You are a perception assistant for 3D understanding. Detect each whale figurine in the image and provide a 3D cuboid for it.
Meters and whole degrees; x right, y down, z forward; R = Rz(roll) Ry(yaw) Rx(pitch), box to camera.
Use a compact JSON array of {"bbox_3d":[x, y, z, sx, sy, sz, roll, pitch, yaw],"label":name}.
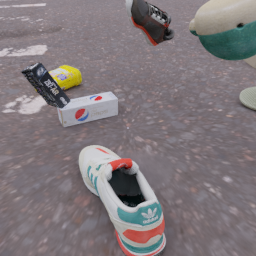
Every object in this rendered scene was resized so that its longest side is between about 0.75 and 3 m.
[{"bbox_3d":[2.113,-2.052,5.416,1.788,1.166,2.247,-15,25,23],"label":"whale figurine"}]

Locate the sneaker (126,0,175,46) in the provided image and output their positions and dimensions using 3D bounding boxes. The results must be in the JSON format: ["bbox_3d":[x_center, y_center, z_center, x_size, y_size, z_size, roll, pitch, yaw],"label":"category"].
[{"bbox_3d":[0.787,-3.530,8.805,1.069,1.006,2.612,-4,-12,26],"label":"sneaker"}]

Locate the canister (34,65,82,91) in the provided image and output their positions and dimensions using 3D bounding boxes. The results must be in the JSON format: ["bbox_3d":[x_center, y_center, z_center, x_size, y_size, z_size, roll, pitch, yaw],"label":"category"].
[{"bbox_3d":[-2.520,-1.684,9.968,1.050,0.612,1.414,24,41,32],"label":"canister"}]

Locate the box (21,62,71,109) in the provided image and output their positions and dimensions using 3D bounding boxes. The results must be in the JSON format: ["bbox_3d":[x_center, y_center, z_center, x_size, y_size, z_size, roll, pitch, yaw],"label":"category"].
[{"bbox_3d":[-1.846,-0.934,6.212,0.273,1.006,1.255,-43,25,-16],"label":"box"}]

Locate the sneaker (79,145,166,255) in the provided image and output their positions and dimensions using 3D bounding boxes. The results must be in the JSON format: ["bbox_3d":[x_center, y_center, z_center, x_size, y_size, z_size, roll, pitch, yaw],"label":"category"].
[{"bbox_3d":[-0.185,0.901,5.273,1.023,1.359,2.906,-15,36,-21],"label":"sneaker"}]

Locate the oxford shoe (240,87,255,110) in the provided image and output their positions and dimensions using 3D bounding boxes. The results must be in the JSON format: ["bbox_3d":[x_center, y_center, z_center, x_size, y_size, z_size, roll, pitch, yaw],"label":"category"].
[{"bbox_3d":[4.607,-0.784,8.614,2.221,0.835,0.641,10,-8,28],"label":"oxford shoe"}]

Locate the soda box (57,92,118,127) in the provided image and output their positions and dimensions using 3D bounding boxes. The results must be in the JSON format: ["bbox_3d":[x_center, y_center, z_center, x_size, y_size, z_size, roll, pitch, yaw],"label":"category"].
[{"bbox_3d":[-1.168,-0.566,8.253,1.713,0.584,0.545,-14,36,-21],"label":"soda box"}]

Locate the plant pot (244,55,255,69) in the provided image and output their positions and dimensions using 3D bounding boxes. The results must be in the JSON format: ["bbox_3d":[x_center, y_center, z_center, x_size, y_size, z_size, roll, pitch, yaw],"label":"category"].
[{"bbox_3d":[6.584,-4.370,12.313,2.902,2.570,2.899,-4,33,-5],"label":"plant pot"}]
